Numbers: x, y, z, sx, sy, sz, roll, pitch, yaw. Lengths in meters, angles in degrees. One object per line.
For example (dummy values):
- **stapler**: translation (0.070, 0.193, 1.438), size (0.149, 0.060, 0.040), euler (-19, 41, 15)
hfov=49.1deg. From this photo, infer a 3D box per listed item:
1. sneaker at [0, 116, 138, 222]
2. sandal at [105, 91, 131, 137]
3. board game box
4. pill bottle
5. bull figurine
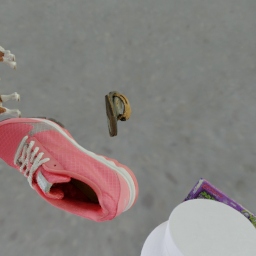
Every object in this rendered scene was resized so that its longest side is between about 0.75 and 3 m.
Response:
- **sneaker**: translation (-0.976, 0.468, 3.658), size (2.302, 0.998, 0.848), euler (24, 101, 11)
- **sandal**: translation (-0.149, -0.332, 5.069), size (0.432, 1.581, 0.646), euler (-6, 105, 5)
- **board game box**: translation (1.435, 1.427, 4.436), size (1.243, 0.201, 0.746), euler (36, 98, -9)
- **pill bottle**: translation (0.707, 1.965, 3.224), size (1.293, 2.300, 1.293), euler (4, 30, -3)
- **bull figurine**: translation (-2.490, -0.624, 4.826), size (1.143, 1.883, 0.613), euler (-4, 40, -19)
